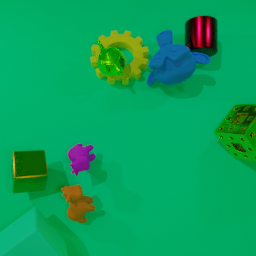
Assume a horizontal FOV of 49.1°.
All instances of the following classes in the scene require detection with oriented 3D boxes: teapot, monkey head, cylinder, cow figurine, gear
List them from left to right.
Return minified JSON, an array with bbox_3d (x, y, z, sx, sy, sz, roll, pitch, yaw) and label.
[{"bbox_3d":[-1.320,1.897,6.996,0.982,0.548,0.998,22,111,-30],"label":"cow figurine"},{"bbox_3d":[-1.309,0.801,7.367,1.010,0.555,0.994,7,27,39],"label":"cow figurine"},{"bbox_3d":[-0.521,-2.016,8.168,0.873,0.687,1.403,-32,65,-5],"label":"teapot"},{"bbox_3d":[-0.262,-2.225,8.809,1.784,0.330,1.784,0,71,0],"label":"gear"},{"bbox_3d":[1.268,-1.994,8.088,1.979,1.193,1.424,-18,60,23],"label":"monkey head"},{"bbox_3d":[2.227,-2.748,8.547,0.979,0.979,0.979,1,86,0],"label":"cylinder"}]

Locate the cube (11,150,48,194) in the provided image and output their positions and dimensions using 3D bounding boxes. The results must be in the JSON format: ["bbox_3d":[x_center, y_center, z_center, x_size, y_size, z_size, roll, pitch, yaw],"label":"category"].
[{"bbox_3d":[-2.552,1.121,7.226,0.793,0.793,0.793,-1,51,-25],"label":"cube"}]

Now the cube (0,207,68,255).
[{"bbox_3d":[-2.251,2.855,6.374,1.267,1.267,1.267,-36,106,-11],"label":"cube"}]

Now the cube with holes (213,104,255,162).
[{"bbox_3d":[3.224,0.120,7.413,1.083,1.083,1.083,46,75,-19],"label":"cube with holes"}]
